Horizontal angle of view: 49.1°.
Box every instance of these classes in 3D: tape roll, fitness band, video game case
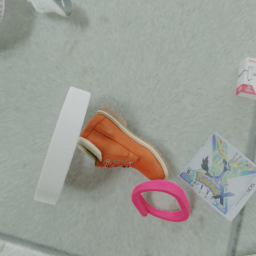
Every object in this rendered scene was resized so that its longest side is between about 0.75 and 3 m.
[{"bbox_3d":[-1.568,0.400,6.771,0.520,2.848,2.848,17,80,-12],"label":"tape roll"},{"bbox_3d":[0.842,1.879,7.088,1.342,1.868,0.350,-7,46,22],"label":"fitness band"},{"bbox_3d":[2.669,1.356,7.948,1.899,0.209,1.731,41,82,7],"label":"video game case"}]

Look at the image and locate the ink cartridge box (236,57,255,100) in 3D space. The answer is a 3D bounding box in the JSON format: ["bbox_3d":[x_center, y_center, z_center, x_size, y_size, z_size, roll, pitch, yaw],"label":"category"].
[{"bbox_3d":[3.728,-1.454,8.309,0.817,0.462,1.115,11,80,-1],"label":"ink cartridge box"}]

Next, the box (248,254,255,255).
[{"bbox_3d":[3.383,3.869,6.548,1.625,1.633,1.399,-22,78,24],"label":"box"}]

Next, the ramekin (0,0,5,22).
[{"bbox_3d":[-4.670,-3.724,7.782,2.532,1.329,2.532,10,113,25],"label":"ramekin"}]

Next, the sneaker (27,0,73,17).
[{"bbox_3d":[-2.339,-3.737,8.342,1.945,0.779,0.684,42,40,22],"label":"sneaker"}]

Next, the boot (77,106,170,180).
[{"bbox_3d":[-0.146,0.771,7.432,2.638,0.990,1.415,40,60,1],"label":"boot"}]
